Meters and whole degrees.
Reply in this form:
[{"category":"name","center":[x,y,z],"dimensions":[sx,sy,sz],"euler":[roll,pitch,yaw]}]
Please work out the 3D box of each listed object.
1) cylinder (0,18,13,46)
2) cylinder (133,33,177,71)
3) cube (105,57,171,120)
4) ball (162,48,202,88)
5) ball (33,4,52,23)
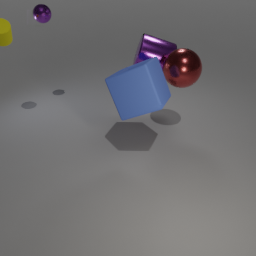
[{"category":"cylinder","center":[-4.519,-3.406,9.979],"dimensions":[0.700,0.700,0.700],"euler":[6,65,-14]},{"category":"cylinder","center":[1.054,-2.886,11.219],"dimensions":[1.400,1.400,1.400],"euler":[16,30,-7]},{"category":"cube","center":[0.366,-1.254,8.804],"dimensions":[1.400,1.400,1.400],"euler":[-15,16,25]},{"category":"ball","center":[1.944,-2.143,10.060],"dimensions":[1.400,1.400,1.400],"euler":[0,31,0]},{"category":"ball","center":[-3.345,-4.456,10.923],"dimensions":[0.700,0.700,0.700],"euler":[0,31,0]}]
